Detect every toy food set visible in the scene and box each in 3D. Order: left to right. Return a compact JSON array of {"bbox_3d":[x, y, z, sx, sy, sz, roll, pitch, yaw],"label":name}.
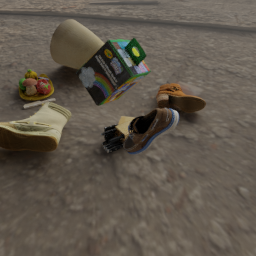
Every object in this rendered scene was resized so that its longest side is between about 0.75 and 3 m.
[{"bbox_3d":[-4.303,-2.053,13.004,1.575,0.875,2.678,-14,39,-17],"label":"toy food set"}]

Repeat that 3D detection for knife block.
[{"bbox_3d":[0.024,0.295,10.087,1.884,0.603,1.654,7,38,8],"label":"knife block"}]

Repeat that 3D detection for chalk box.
[{"bbox_3d":[-0.308,-1.998,9.296,1.413,2.264,1.403,57,32,2],"label":"chalk box"}]

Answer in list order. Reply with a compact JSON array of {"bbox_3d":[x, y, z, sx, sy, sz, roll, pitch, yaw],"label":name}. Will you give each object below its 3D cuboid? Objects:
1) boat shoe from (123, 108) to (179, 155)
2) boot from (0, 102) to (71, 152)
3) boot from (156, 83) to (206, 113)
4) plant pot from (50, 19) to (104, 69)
[{"bbox_3d":[0.363,0.027,6.776,0.672,1.857,0.671,20,47,-30],"label":"boat shoe"},{"bbox_3d":[-3.627,-0.165,10.377,2.694,0.981,2.094,5,37,5],"label":"boot"},{"bbox_3d":[2.300,-1.437,12.291,2.098,0.773,1.623,6,35,6],"label":"boot"},{"bbox_3d":[-2.252,-4.024,14.665,2.623,2.457,2.457,29,45,20],"label":"plant pot"}]
